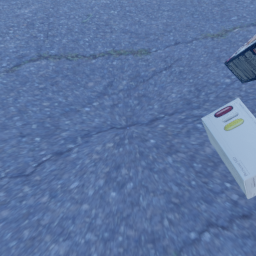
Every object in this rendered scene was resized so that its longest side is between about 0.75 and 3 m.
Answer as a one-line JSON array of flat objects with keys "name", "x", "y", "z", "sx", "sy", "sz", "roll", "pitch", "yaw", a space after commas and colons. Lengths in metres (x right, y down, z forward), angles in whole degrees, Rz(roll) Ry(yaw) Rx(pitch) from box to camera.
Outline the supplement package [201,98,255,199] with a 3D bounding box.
[{"name": "supplement package", "x": 1.845, "y": 0.338, "z": 4.495, "sx": 0.683, "sy": 0.959, "sz": 1.231, "roll": -31, "pitch": 53, "yaw": 8}]

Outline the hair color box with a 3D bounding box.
[{"name": "hair color box", "x": 3.470, "y": -1.974, "z": 6.767, "sx": 1.480, "sy": 2.959, "sz": 0.895, "roll": -43, "pitch": 89, "yaw": 8}]
